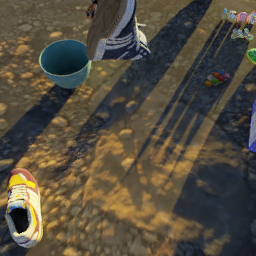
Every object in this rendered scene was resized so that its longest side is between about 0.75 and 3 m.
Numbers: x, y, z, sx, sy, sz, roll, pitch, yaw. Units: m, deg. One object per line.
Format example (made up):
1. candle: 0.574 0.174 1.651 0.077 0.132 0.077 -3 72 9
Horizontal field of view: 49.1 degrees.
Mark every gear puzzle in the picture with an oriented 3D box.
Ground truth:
1. gear puzzle: 3.136 -1.797 10.024 1.029 0.135 0.533 -31 63 -18

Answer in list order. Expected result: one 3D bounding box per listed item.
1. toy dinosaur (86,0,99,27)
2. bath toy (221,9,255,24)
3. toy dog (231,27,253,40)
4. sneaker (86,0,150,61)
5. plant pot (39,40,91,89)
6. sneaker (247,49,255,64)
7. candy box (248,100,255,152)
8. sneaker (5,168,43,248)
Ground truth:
1. toy dinosaur: -0.465 -3.420 7.970 2.354 1.203 1.598 38 100 33
2. bath toy: 4.653 -4.641 11.599 1.441 0.532 0.626 8 58 4
3. toy dog: 4.543 -3.777 11.112 0.864 0.416 0.570 0 58 0
4. sneaker: 0.020 -2.425 6.835 1.590 2.931 1.027 -4 84 -21
5. plant pot: -2.025 -2.008 9.559 1.683 1.134 1.683 -1 57 1
6. sneaker: 5.300 -2.662 10.202 1.815 0.759 0.672 13 59 9
7. candy box: 4.643 -0.028 8.555 1.572 0.716 1.859 15 60 8
8. sneaker: -2.716 1.879 7.187 0.818 0.984 2.183 -19 60 -12
